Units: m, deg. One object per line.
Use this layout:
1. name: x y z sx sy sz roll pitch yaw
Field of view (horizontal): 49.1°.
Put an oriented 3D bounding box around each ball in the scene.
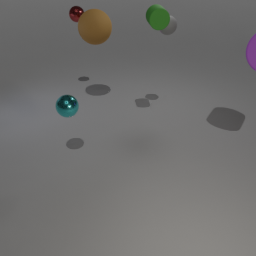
1. ball: -2.319 -5.155 12.687 0.700 0.700 0.700 0 31 0
2. ball: 1.493 -3.860 10.524 0.700 0.700 0.700 0 31 0
3. ball: -1.855 -0.669 8.551 0.700 0.700 0.700 0 31 0
4. ball: -1.364 -4.165 11.566 1.400 1.400 1.400 0 31 0

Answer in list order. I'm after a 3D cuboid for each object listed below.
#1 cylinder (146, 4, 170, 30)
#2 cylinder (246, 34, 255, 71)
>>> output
1. cylinder: 1.002 -3.754 9.490 0.700 0.700 0.700 -4 35 -6
2. cylinder: 4.561 -2.464 8.975 1.400 1.400 1.400 14 19 22
